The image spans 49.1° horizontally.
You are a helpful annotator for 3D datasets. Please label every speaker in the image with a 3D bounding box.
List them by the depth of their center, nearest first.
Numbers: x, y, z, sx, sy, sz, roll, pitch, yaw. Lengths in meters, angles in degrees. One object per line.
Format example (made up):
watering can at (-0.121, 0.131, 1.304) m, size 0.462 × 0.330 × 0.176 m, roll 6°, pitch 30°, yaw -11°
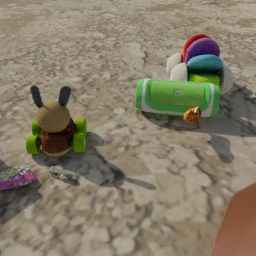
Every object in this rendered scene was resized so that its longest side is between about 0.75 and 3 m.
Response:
speaker at (1.752, -1.095, 10.133) m, size 2.866 × 1.268 × 1.268 m, roll 5°, pitch 37°, yaw 7°

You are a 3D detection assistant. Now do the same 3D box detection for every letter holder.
letter holder at (2.831, 2.360, 5.644) m, size 1.315 × 1.858 × 2.614 m, roll 42°, pitch 46°, yaw 0°

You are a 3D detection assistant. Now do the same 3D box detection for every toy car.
toy car at (-2.210, -0.373, 8.429) m, size 1.723 × 2.098 × 1.655 m, roll -2°, pitch 37°, yaw -3°
toy car at (2.940, -2.659, 11.368) m, size 2.445 × 2.095 × 2.794 m, roll 3°, pitch 33°, yaw -2°

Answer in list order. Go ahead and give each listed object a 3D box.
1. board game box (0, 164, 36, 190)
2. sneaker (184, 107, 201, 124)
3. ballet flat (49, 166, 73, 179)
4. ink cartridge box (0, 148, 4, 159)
board game box at (-3.167, 1.318, 7.483) m, size 1.202 × 0.194 × 0.721 m, roll -7°, pitch 37°, yaw -42°
sneaker at (1.998, -0.357, 8.964) m, size 0.471 × 0.446 × 1.221 m, roll -18°, pitch 3°, yaw 31°
ballet flat at (-1.871, 1.295, 7.805) m, size 0.780 × 0.263 × 0.248 m, roll 18°, pitch 68°, yaw 24°
ink cartridge box at (-4.455, 0.670, 7.809) m, size 1.690 × 0.717 × 1.231 m, roll 11°, pitch 35°, yaw 43°
